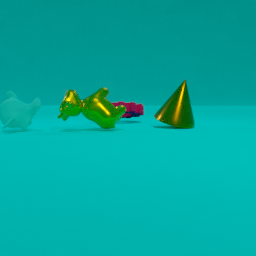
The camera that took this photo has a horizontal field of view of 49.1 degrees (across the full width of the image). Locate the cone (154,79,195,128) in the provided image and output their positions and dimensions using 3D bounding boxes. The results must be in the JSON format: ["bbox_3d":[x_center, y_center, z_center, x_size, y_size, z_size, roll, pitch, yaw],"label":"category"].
[{"bbox_3d":[1.509,-0.802,8.162,1.255,1.260,1.255,11,19,-4],"label":"cone"}]

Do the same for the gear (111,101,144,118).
[{"bbox_3d":[-0.329,-0.649,10.585,1.834,0.339,1.834,-1,-7,0],"label":"gear"}]

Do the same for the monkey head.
[{"bbox_3d":[-2.734,-0.462,7.026,0.824,0.984,1.368,28,29,-38],"label":"monkey head"}]

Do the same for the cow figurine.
[{"bbox_3d":[-0.954,-0.436,7.172,1.457,1.481,0.813,-42,-7,-37],"label":"cow figurine"}]
